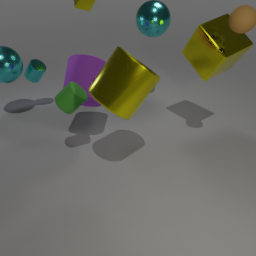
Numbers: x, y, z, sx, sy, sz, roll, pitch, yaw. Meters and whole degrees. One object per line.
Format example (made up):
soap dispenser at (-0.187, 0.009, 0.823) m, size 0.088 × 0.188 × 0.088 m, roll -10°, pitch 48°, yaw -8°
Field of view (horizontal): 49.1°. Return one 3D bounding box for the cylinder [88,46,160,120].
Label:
cylinder at (-0.101, -1.175, 7.399) m, size 1.400 × 1.400 × 1.400 m, roll 35°, pitch 13°, yaw -9°

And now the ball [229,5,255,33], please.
ball at (3.026, -2.860, 7.379) m, size 0.700 × 0.700 × 0.700 m, roll 0°, pitch 29°, yaw 0°

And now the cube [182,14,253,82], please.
cube at (2.980, -2.705, 9.501) m, size 1.400 × 1.400 × 1.400 m, roll -28°, pitch 77°, yaw -23°

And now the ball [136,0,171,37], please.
ball at (1.007, -4.369, 11.239) m, size 1.400 × 1.400 × 1.400 m, roll 0°, pitch 29°, yaw 0°

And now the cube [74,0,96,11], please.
cube at (-1.863, -5.546, 11.925) m, size 0.700 × 0.700 × 0.700 m, roll 1°, pitch 67°, yaw -32°

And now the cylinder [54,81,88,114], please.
cylinder at (-1.673, -0.885, 8.244) m, size 0.700 × 0.700 × 0.700 m, roll -39°, pitch 24°, yaw 18°

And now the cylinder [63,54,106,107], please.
cylinder at (-1.427, -1.559, 9.460) m, size 1.400 × 1.400 × 1.400 m, roll 8°, pitch -9°, yaw 1°

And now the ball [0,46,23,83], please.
ball at (-4.769, -2.425, 10.750) m, size 1.400 × 1.400 × 1.400 m, roll 0°, pitch 29°, yaw 0°

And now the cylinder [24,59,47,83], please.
cylinder at (-3.842, -2.363, 11.606) m, size 0.700 × 0.700 × 0.700 m, roll 26°, pitch 41°, yaw -25°
